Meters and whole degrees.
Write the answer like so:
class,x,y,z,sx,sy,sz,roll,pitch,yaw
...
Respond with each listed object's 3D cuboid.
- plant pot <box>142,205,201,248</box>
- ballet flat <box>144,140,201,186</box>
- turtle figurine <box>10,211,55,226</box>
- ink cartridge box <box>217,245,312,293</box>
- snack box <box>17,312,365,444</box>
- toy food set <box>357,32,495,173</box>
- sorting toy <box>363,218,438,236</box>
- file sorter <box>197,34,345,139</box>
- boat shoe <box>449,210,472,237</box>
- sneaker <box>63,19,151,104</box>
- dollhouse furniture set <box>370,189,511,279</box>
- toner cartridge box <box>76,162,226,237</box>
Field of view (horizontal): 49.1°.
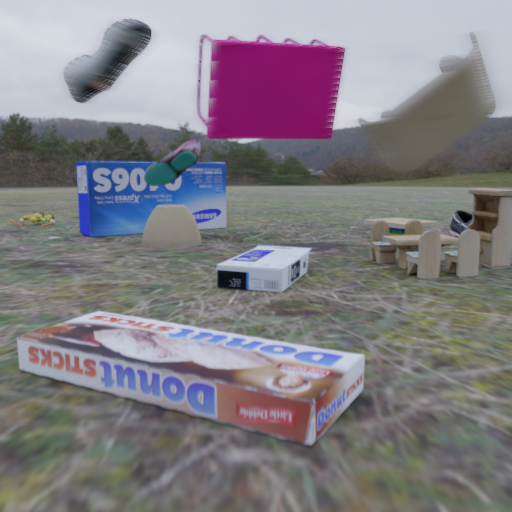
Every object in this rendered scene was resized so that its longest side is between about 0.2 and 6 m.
class,x,y,z,sx,sy,sz,roll,pitch,yaw
plant pot,-1.801,-0.660,11.912,1.254,0.842,1.254,0,8,0
ballet flat,-1.684,-1.936,11.623,1.580,0.546,0.562,-25,31,38
turtle figurine,-6.272,-1.087,16.012,1.239,0.399,0.999,0,9,2
ink cartridge box,0.189,0.156,8.266,0.945,0.373,1.900,3,11,19
snack box,-0.566,0.810,4.227,2.573,0.313,0.925,5,10,29
toy food set,2.713,-2.328,8.792,2.036,0.615,1.461,-35,-38,14
sorting toy,3.316,-0.611,12.926,1.197,0.419,1.204,-6,11,-35
file sorter,0.178,-3.728,12.164,2.767,1.923,1.735,-4,30,-17
boat shoe,4.975,-0.692,12.803,0.713,0.615,1.961,-1,9,-4
sneaker,-2.870,-3.779,11.046,2.162,0.857,0.799,-32,-31,22
dollhouse furniture set,3.080,-0.442,9.126,1.953,1.271,1.794,-2,9,-11
toner cartridge box,-2.548,-1.503,14.247,3.753,1.783,0.810,-7,12,-34
